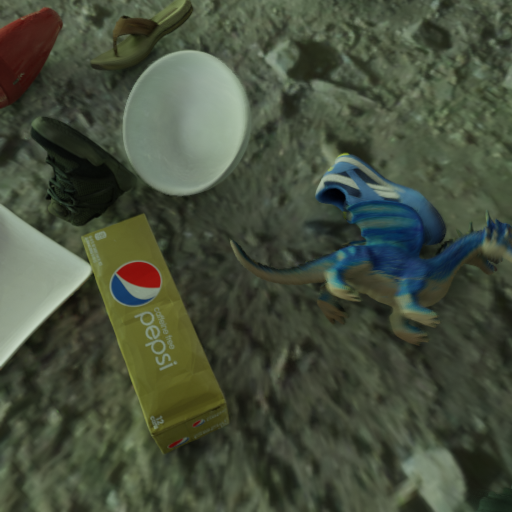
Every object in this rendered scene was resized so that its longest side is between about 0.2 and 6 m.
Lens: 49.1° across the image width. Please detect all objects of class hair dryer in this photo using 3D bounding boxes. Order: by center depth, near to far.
[{"bbox_3d":[-5.380,-3.695,10.308,3.855,1.047,2.936,-26,62,-15],"label":"hair dryer"}]

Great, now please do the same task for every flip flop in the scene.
[{"bbox_3d":[-2.217,-4.316,10.641,2.452,0.706,0.994,-45,45,-17],"label":"flip flop"}]

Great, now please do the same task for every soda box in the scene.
[{"bbox_3d":[-1.381,0.978,7.555,0.967,1.024,3.022,-22,62,-12],"label":"soda box"}]

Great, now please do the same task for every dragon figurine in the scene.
[{"bbox_3d":[1.737,-0.005,8.006,3.915,1.152,1.946,13,60,11],"label":"dragon figurine"}]

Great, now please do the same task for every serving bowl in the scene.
[{"bbox_3d":[-1.033,-2.091,9.138,2.269,0.746,2.269,0,90,25],"label":"serving bowl"}]

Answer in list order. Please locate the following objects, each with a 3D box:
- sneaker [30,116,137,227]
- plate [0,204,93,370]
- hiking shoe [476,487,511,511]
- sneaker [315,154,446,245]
[{"bbox_3d":[-2.691,-1.117,8.181,0.869,2.272,1.302,39,88,14],"label":"sneaker"},{"bbox_3d":[-4.044,0.536,8.182,2.469,0.400,2.474,31,64,16],"label":"plate"},{"bbox_3d":[3.425,2.988,6.149,3.331,1.239,1.444,-13,96,-35],"label":"hiking shoe"},{"bbox_3d":[1.885,-0.716,8.718,2.181,0.807,0.897,35,65,28],"label":"sneaker"}]
